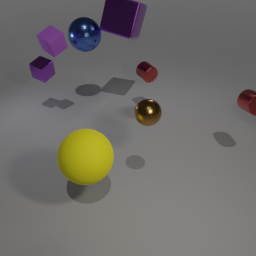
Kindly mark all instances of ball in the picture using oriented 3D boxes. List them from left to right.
[{"bbox_3d":[-1.820,-3.923,11.782,1.400,1.400,1.400,0,32,0],"label":"ball"},{"bbox_3d":[-1.062,0.719,7.048,1.400,1.400,1.400,0,32,0],"label":"ball"},{"bbox_3d":[0.509,-0.396,7.139,0.700,0.700,0.700,0,32,0],"label":"ball"}]

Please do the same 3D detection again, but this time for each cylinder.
[{"bbox_3d":[0.808,-2.405,12.021,0.700,0.700,0.700,-16,42,-24],"label":"cylinder"},{"bbox_3d":[3.968,-0.819,8.907,0.700,0.700,0.700,-5,21,-8],"label":"cylinder"}]

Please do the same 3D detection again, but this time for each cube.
[{"bbox_3d":[-3.548,-2.440,11.616,0.700,0.700,0.700,24,53,16],"label":"cube"},{"bbox_3d":[-2.752,-3.162,10.209,0.700,0.700,0.700,36,68,22],"label":"cube"},{"bbox_3d":[-0.176,-4.586,11.600,1.400,1.400,1.400,20,23,9],"label":"cube"}]
